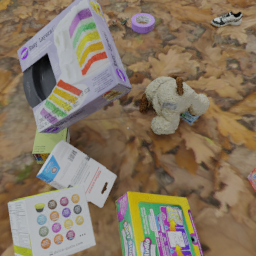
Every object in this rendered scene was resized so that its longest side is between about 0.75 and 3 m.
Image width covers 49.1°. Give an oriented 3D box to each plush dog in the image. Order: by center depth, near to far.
[{"bbox_3d":[1.373,-1.136,9.771,2.306,1.850,1.981,-33,37,-13],"label":"plush dog"}]

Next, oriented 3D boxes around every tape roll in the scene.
[{"bbox_3d":[0.704,-4.954,13.222,1.089,0.357,1.089,0,54,0],"label":"tape roll"}]

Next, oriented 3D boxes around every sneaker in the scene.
[{"bbox_3d":[4.675,-5.202,13.231,1.449,0.635,0.548,-8,57,-4],"label":"sneaker"}]

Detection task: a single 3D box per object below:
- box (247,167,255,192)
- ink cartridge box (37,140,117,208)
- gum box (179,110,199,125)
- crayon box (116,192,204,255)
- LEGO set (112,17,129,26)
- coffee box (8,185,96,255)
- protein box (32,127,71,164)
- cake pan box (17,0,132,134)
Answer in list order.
[{"bbox_3d":[4.562,1.453,8.422,1.536,0.788,0.727,-12,55,-9],"label":"box"},{"bbox_3d":[-1.460,1.402,8.208,1.994,0.676,1.156,36,59,-15],"label":"ink cartridge box"},{"bbox_3d":[2.266,-0.573,10.228,0.676,0.177,0.796,37,63,23],"label":"gum box"},{"bbox_3d":[0.836,2.863,6.939,2.018,0.682,2.339,13,49,-29],"label":"crayon box"},{"bbox_3d":[-0.326,-5.074,13.438,0.829,0.235,0.538,-4,52,13],"label":"LEGO set"},{"bbox_3d":[-1.472,1.787,5.287,1.144,1.146,1.133,-5,78,-37],"label":"coffee box"},{"bbox_3d":[-2.453,0.552,9.114,1.010,0.687,1.018,-2,55,-1],"label":"protein box"},{"bbox_3d":[-1.599,-1.572,7.491,2.924,0.765,2.693,-26,72,27],"label":"cake pan box"}]
